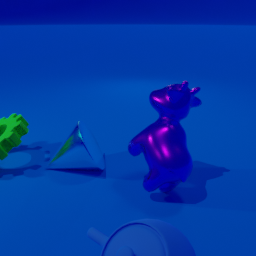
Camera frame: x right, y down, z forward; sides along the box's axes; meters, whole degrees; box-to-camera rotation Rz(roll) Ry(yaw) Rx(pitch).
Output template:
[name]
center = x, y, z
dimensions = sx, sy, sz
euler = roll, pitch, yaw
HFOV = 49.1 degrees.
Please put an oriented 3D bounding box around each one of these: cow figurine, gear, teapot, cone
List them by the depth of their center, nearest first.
[teapot]
center = 0.199, 1.483, 2.950
dimensions = 1.754, 0.859, 1.090
euler = 14, 64, 41
[cow figurine]
center = 0.782, 0.124, 5.067
dimensions = 0.954, 1.709, 1.737
euler = 14, 42, -40
[cone]
center = -1.270, 0.611, 5.983
dimensions = 1.157, 1.153, 1.153
euler = -27, 23, 5
[gear]
center = -2.905, 0.290, 6.151
dimensions = 1.530, 0.283, 1.530
euler = -22, 33, 15
